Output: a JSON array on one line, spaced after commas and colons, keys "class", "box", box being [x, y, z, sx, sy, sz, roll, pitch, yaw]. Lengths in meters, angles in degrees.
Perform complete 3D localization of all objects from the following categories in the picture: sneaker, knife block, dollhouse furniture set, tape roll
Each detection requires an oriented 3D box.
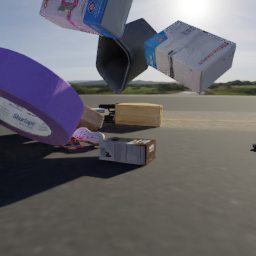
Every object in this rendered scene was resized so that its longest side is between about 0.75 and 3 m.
[{"class": "sneaker", "box": [-1.030, 0.313, 7.565, 1.061, 0.435, 0.409, 16, 60, 34]}, {"class": "knife block", "box": [-0.069, -0.584, 11.776, 2.315, 0.844, 2.637, -4, 10, -18]}, {"class": "dollhouse furniture set", "box": [-2.292, -1.283, 9.225, 2.498, 2.140, 2.627, 28, -24, -33]}, {"class": "tape roll", "box": [-2.528, -0.633, 6.752, 2.807, 0.921, 2.807, 18, -22, 8]}]

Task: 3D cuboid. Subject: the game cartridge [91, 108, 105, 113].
[{"class": "game cartridge", "box": [-2.082, -1.046, 16.856, 1.335, 0.270, 0.890, -2, 13, -15]}]

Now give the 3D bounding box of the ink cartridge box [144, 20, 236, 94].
[{"class": "ink cartridge box", "box": [2.016, -2.448, 9.344, 1.774, 1.040, 2.423, -38, 57, -21]}]

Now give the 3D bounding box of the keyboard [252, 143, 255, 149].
[{"class": "keyboard", "box": [4.321, 0.418, 6.211, 1.445, 0.550, 2.777, -4, 10, -24]}]

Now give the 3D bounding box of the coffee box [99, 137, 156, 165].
[{"class": "coffee box", "box": [-0.003, 0.475, 6.099, 1.098, 0.438, 0.620, 4, 9, 23]}]

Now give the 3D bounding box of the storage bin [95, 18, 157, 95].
[{"class": "storage bin", "box": [-0.058, -2.931, 10.833, 1.813, 1.964, 2.699, -35, -13, -23]}]

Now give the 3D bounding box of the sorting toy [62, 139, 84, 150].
[{"class": "sorting toy", "box": [-1.507, 0.409, 7.493, 0.443, 0.155, 0.918, -5, 10, -27]}]

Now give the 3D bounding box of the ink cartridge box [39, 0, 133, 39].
[{"class": "ink cartridge box", "box": [-0.968, -3.125, 6.609, 2.115, 1.529, 0.895, 22, 7, 34]}]
